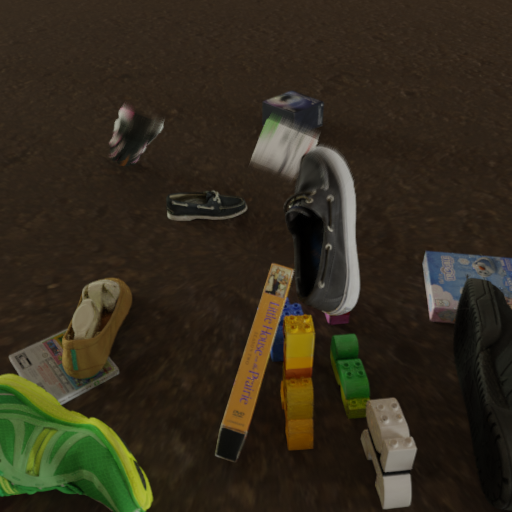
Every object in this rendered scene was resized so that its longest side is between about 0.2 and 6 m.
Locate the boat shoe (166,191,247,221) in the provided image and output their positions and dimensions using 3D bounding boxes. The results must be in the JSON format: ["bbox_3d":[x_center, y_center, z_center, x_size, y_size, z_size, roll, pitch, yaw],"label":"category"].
[{"bbox_3d":[-1.048,-1.114,11.932,1.725,0.520,0.652,-9,37,-12],"label":"boat shoe"}]

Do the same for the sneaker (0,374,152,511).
[{"bbox_3d":[-2.445,2.471,6.730,2.920,1.082,1.220,15,48,30],"label":"sneaker"}]

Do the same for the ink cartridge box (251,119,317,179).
[{"bbox_3d":[0.540,-2.013,10.690,1.056,0.768,0.444,21,-8,-4],"label":"ink cartridge box"}]

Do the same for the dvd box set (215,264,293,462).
[{"bbox_3d":[-0.028,1.372,7.097,0.315,1.566,2.140,17,58,3],"label":"dvd box set"}]

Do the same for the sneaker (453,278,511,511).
[{"bbox_3d":[3.916,1.987,7.152,2.186,1.259,4.191,5,41,7],"label":"sneaker"}]

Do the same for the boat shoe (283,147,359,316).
[{"bbox_3d":[0.785,-0.452,7.761,0.855,0.902,2.581,13,65,-35],"label":"boat shoe"}]

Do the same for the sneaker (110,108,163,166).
[{"bbox_3d":[-2.868,-2.623,13.018,1.025,1.101,2.551,17,-2,-17],"label":"sneaker"}]

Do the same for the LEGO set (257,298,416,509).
[{"bbox_3d":[0.896,1.208,7.772,1.542,1.659,4.044,-4,36,-5],"label":"LEGO set"}]

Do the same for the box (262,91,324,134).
[{"bbox_3d":[1.025,-3.991,15.692,1.237,0.769,1.247,-31,46,-33],"label":"box"}]

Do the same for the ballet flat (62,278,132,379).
[{"bbox_3d":[-2.485,0.872,8.859,0.840,0.771,2.446,-6,32,-1],"label":"ballet flat"}]

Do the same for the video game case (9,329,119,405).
[{"bbox_3d":[-2.909,1.648,8.460,1.186,0.144,1.302,-26,43,-31],"label":"video game case"}]

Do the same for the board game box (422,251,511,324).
[{"bbox_3d":[3.818,0.571,9.753,1.636,0.357,1.644,4,36,8],"label":"board game box"}]
